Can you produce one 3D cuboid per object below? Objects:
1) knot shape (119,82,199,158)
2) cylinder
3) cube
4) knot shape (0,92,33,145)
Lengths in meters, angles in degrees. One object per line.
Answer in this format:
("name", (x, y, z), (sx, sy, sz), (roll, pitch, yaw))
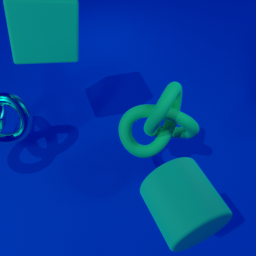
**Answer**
("knot shape", (0.771, -0.218, 6.183), (1.833, 1.715, 0.847), (-7, 44, -22))
("cylinder", (0.703, 0.950, 3.527), (0.844, 0.844, 0.844), (-21, 53, -13))
("cube", (-1.880, -2.369, 6.167), (1.375, 1.375, 1.375), (-6, 45, -16))
("knot shape", (-3.505, -0.295, 6.797), (1.990, 0.919, 1.862), (-34, 76, -16))
